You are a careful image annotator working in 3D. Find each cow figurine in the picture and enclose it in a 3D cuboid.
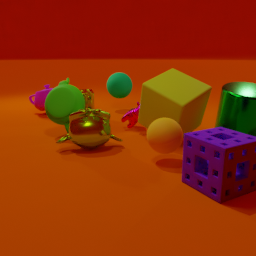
[{"bbox_3d":[0.243,-0.421,8.301,0.935,0.521,0.950,-42,8,19],"label":"cow figurine"}]

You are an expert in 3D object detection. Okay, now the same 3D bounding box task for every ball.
[{"bbox_3d":[0.754,0.159,5.757,0.742,0.742,0.742,0,15,0],"label":"ball"},{"bbox_3d":[-0.329,-1.653,10.919,1.010,1.010,1.010,0,15,0],"label":"ball"}]

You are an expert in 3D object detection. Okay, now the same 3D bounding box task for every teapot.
[{"bbox_3d":[-1.655,-0.647,7.636,1.110,1.785,0.874,-12,-14,11],"label":"teapot"},{"bbox_3d":[-2.842,-1.147,10.319,1.868,0.915,1.162,-7,10,19],"label":"teapot"}]

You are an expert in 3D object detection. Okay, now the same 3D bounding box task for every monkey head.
[{"bbox_3d":[-0.939,0.011,6.748,1.586,0.955,1.141,-2,6,-16],"label":"monkey head"}]

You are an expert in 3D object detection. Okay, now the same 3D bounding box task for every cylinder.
[{"bbox_3d":[2.943,-0.389,7.133,1.268,1.268,1.268,1,27,-1],"label":"cylinder"}]

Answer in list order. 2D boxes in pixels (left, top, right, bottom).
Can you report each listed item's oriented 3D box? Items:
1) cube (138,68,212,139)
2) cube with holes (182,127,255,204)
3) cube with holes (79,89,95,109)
[{"bbox_3d":[1.153,-0.569,7.124,1.237,1.237,1.237,34,48,30],"label":"cube"},{"bbox_3d":[1.561,0.565,4.723,0.894,0.894,0.894,-9,17,-29],"label":"cube with holes"},{"bbox_3d":[-1.663,-0.746,9.387,0.985,0.985,0.985,-3,16,-12],"label":"cube with holes"}]
